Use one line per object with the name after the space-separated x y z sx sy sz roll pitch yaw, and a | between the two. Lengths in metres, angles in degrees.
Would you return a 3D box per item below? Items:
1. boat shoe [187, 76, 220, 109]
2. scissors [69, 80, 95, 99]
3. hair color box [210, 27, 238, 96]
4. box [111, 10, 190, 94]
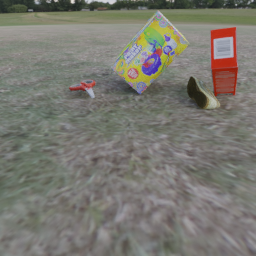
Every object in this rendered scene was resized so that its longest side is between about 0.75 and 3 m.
2.484 -1.185 9.402 0.550 0.637 1.747 6 31 -16 | boat shoe
-1.305 -1.395 9.713 0.949 0.181 2.596 -22 22 -23 | scissors
2.997 -1.939 8.745 0.748 1.240 2.442 -1 -11 18 | hair color box
0.811 -2.959 10.696 1.512 2.478 2.387 41 22 -13 | box
